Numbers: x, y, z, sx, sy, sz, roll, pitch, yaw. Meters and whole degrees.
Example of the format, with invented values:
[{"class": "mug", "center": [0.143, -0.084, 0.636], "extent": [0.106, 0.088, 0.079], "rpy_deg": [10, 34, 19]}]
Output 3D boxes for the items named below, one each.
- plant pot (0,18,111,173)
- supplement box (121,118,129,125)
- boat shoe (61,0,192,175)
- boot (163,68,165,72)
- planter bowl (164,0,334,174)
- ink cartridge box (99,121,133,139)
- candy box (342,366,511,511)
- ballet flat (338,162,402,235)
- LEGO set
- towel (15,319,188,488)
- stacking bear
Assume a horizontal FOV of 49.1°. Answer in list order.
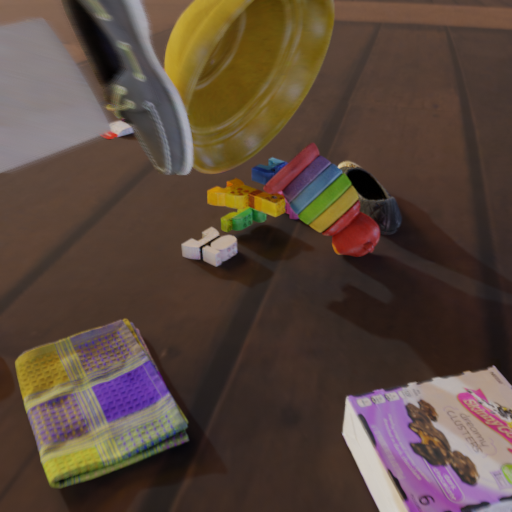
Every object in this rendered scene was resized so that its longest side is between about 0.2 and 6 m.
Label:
[{"class": "plant pot", "center": [-3.006, -1.968, 6.704], "extent": [1.610, 1.426, 1.608], "rpy_deg": [15, 37, 42]}, {"class": "supplement box", "center": [-3.271, -3.711, 14.761], "extent": [0.454, 0.358, 0.694], "rpy_deg": [-1, 32, -2]}, {"class": "boat shoe", "center": [-1.690, -2.300, 7.426], "extent": [0.830, 2.775, 0.992], "rpy_deg": [-25, 6, -35]}, {"class": "boot", "center": [-2.227, -5.362, 16.826], "extent": [2.472, 0.870, 1.770], "rpy_deg": [11, 39, 28]}, {"class": "planter bowl", "center": [-0.403, -3.096, 8.890], "extent": [1.422, 3.415, 3.415], "rpy_deg": [40, 46, 18]}, {"class": "ink cartridge box", "center": [-3.565, -3.164, 14.063], "extent": [0.762, 0.180, 0.610], "rpy_deg": [-26, 41, -37]}, {"class": "candy box", "center": [1.961, 1.947, 5.528], "extent": [1.772, 0.634, 1.486], "rpy_deg": [-8, 33, -13]}, {"class": "ballet flat", "center": [2.134, -1.259, 10.537], "extent": [0.835, 0.714, 2.513], "rpy_deg": [-6, 33, -10]}, {"class": "LEGO set", "center": [0.150, -0.830, 9.525], "extent": [1.182, 1.099, 2.881], "rpy_deg": [24, 41, 33]}, {"class": "towel", "center": [-1.854, 1.571, 6.496], "extent": [1.564, 0.248, 2.178], "rpy_deg": [-15, 35, -23]}, {"class": "stacking bear", "center": [1.186, -0.772, 9.055], "extent": [1.922, 1.093, 1.167], "rpy_deg": [47, 10, -1]}]
